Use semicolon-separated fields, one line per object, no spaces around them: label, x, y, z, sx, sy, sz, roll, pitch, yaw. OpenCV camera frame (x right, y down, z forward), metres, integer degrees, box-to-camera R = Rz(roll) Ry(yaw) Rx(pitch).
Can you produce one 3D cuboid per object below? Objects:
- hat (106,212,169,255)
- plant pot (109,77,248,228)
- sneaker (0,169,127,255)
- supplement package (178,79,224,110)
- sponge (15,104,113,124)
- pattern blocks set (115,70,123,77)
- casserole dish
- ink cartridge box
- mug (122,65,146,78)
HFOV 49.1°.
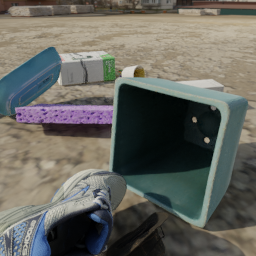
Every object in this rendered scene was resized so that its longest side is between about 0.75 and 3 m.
hat;0.241;1.671;3.962;1.176;1.176;0.474;-29;79;-44
plant pot;1.185;0.123;5.581;2.158;2.153;2.199;20;26;35
sneaker;-0.587;1.280;3.815;1.117;1.010;2.622;-4;10;30
supplement package;2.284;-1.066;9.292;1.425;0.864;0.854;-5;27;-11
sponge;-1.466;-0.421;7.980;2.884;0.430;1.609;1;9;7
pattern blocks set;-0.335;-2.551;13.200;1.053;0.097;1.198;-5;26;-10
casserole dish;-3.022;-1.378;8.704;0.554;1.730;2.856;41;58;1
ink cartridge box;-1.979;-2.707;12.456;2.429;1.021;1.772;-10;28;-20
mug;0.220;-2.225;12.047;0.805;0.980;0.785;11;59;40
